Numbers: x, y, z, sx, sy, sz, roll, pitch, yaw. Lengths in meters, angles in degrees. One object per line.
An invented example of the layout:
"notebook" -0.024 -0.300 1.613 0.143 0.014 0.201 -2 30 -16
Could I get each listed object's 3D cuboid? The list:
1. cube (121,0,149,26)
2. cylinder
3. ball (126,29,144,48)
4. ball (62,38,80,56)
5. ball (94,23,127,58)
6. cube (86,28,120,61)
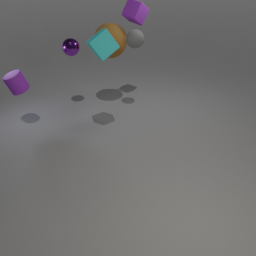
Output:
"cube" 0.297 -4.689 11.337 0.700 0.700 0.700 30 10 27
"cylinder" -4.129 -1.681 10.367 0.700 0.700 0.700 -14 38 12
"ball" 0.273 -3.409 10.722 0.700 0.700 0.700 0 30 0
"ball" -2.319 -3.274 11.359 0.700 0.700 0.700 0 30 0
"ball" -0.737 -3.618 11.616 1.400 1.400 1.400 0 30 0
"cube" -0.799 -2.630 8.825 0.700 0.700 0.700 -40 24 1
